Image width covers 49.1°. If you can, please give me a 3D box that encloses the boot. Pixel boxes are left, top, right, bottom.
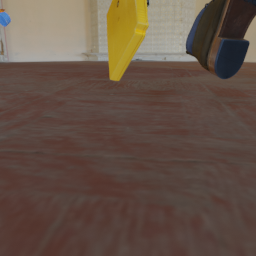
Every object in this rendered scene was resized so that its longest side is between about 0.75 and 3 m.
[{"bbox_3d":[1.961,-2.544,5.643,1.050,2.810,1.362,2,27,-30],"label":"boot"}]

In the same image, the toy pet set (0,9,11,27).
[{"bbox_3d":[-3.153,-3.344,5.752,2.023,2.166,1.150,12,47,35],"label":"toy pet set"}]

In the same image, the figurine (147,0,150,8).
[{"bbox_3d":[0.049,-4.194,9.595,1.037,1.063,0.457,43,0,31],"label":"figurine"}]

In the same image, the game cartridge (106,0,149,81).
[{"bbox_3d":[-0.076,-2.795,7.349,0.389,2.400,2.116,4,-24,-21],"label":"game cartridge"}]
